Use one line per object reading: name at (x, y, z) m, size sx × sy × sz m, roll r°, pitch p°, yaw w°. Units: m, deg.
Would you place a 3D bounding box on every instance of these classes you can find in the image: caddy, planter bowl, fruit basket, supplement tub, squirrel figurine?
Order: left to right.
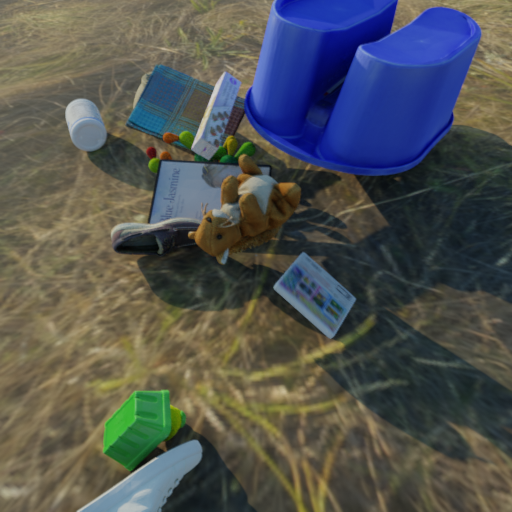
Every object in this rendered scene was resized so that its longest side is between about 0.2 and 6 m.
supplement tub at (-3.720, -2.856, 12.228) m, size 0.755 × 0.755 × 1.144 m, roll -14°, pitch 41°, yaw -16°
fruit basket at (-1.208, 2.012, 6.538) m, size 0.964 × 0.964 × 0.695 m, roll -6°, pitch 40°, yaw -7°
planter bowl at (-2.096, -3.611, 12.893) m, size 1.572 × 1.058 × 1.572 m, roll 0°, pitch 41°, yaw 0°
squirrel figurine at (-0.250, -0.469, 8.631) m, size 1.157 × 1.635 × 1.526 m, roll 37°, pitch 67°, yaw 18°
caddy at (2.144, -3.510, 11.410) m, size 3.764 × 2.795 × 5.325 m, roll 31°, pitch 44°, yaw 18°

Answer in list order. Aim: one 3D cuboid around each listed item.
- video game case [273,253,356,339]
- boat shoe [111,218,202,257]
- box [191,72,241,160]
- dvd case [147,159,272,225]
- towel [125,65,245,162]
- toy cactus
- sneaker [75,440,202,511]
video game case at (0.853, 0.538, 7.967) m, size 1.055 × 0.125 × 0.961 m, roll 42°, pitch 41°, yaw 2°
boat shoe at (-1.574, -0.256, 9.259) m, size 1.626 × 0.585 × 0.527 m, roll -2°, pitch 43°, yaw -9°
box at (-0.733, -2.656, 10.523) m, size 0.389 × 0.417 × 2.012 m, roll 29°, pitch 51°, yaw -20°
dvd case at (-0.815, -1.018, 10.004) m, size 2.098 × 0.184 × 1.497 m, roll 4°, pitch 67°, yaw 5°
towel at (-1.443, -3.070, 11.936) m, size 2.229 × 0.242 × 1.634 m, roll 22°, pitch 74°, yaw 3°
toy cactus at (-1.043, -1.610, 10.793) m, size 2.114 × 1.081 × 1.745 m, roll -3°, pitch 59°, yaw -8°
sneaker at (-1.234, 2.710, 5.864) m, size 1.881 × 0.685 × 0.796 m, roll -28°, pitch 74°, yaw -34°
